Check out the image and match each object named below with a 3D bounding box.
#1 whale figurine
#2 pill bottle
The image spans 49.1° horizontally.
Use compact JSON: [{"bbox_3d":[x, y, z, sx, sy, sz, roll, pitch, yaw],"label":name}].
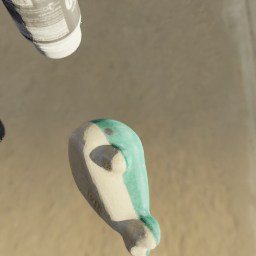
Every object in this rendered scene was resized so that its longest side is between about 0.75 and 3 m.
[{"bbox_3d":[-0.100,0.970,5.169,1.351,2.071,2.603,-21,59,-27],"label":"whale figurine"},{"bbox_3d":[-1.878,-2.775,6.138,1.512,2.673,1.512,0,74,0],"label":"pill bottle"}]
